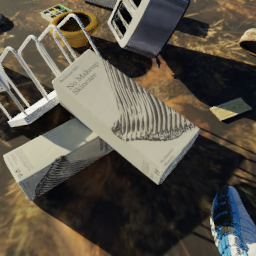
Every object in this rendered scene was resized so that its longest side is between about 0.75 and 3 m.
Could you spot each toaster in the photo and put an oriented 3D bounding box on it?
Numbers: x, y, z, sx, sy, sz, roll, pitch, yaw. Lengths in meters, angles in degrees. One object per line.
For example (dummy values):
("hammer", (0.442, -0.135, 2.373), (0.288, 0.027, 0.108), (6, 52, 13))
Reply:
("toaster", (0.584, -3.550, 8.702), (1.423, 2.169, 2.399), (6, 44, -33))

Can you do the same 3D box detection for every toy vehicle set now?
("toy vehicle set", (-2.578, -4.359, 10.989), (1.496, 0.198, 0.929), (35, 59, 25))

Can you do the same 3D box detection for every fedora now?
("fedora", (-1.829, -3.393, 9.834), (1.882, 0.768, 1.882), (1, 49, -1))

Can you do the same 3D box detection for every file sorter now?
("file sorter", (-2.214, -1.462, 7.258), (2.652, 1.652, 1.841), (-42, 20, -28))

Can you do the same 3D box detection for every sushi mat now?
("sushi mat", (2.942, -0.548, 8.021), (1.107, 0.067, 0.530), (-19, 54, -14))

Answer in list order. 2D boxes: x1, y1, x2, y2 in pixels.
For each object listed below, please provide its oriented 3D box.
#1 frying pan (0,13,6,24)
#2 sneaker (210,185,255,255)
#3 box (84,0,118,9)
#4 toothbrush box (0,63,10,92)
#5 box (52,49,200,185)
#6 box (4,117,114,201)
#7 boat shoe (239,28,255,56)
("frying pan", (-5.415, -3.973, 10.658), (1.130, 0.304, 1.868), (5, 48, 4))
("sneaker", (2.346, 2.308, 5.321), (1.083, 0.937, 2.500), (0, 59, -9))
("box", (-0.661, -5.595, 11.463), (2.743, 0.938, 1.127), (21, 51, 17))
("toothbrush box", (-4.688, -1.575, 8.379), (1.836, 0.783, 1.344), (-22, 55, -17))
("box", (-0.092, -0.264, 5.915), (2.972, 1.016, 1.221), (37, 71, 14))
("box", (-1.458, 0.551, 6.551), (2.460, 1.011, 0.841), (-31, 59, -21))
("boat shoe", (4.670, -2.546, 9.215), (0.785, 0.828, 2.185), (-39, 52, -23))
